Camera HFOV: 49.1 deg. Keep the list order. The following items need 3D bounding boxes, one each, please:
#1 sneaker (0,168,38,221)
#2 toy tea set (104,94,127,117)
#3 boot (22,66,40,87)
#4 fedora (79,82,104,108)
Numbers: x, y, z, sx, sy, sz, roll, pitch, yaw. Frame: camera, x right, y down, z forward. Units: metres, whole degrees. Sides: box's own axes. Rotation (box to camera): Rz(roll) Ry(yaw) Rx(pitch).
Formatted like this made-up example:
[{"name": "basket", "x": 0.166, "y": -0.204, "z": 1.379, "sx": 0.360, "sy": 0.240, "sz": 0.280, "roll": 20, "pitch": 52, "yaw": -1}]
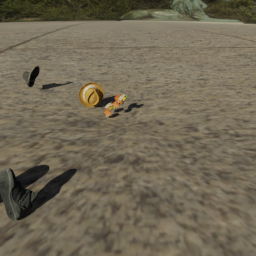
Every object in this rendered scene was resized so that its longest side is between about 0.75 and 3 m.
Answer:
[{"name": "sneaker", "x": -1.865, "y": 1.056, "z": 4.774, "sx": 0.346, "sy": 0.906, "sz": 0.519, "roll": -4, "pitch": 14, "yaw": 32}, {"name": "toy tea set", "x": -0.375, "y": -0.671, "z": 8.703, "sx": 0.915, "sy": 0.338, "sz": 0.544, "roll": -44, "pitch": 26, "yaw": -6}, {"name": "boot", "x": -3.755, "y": -2.106, "z": 10.692, "sx": 0.626, "sy": 0.905, "sz": 0.350, "roll": 46, "pitch": 25, "yaw": 26}, {"name": "fedora", "x": -1.179, "y": -1.040, "z": 9.219, "sx": 0.906, "sy": 0.906, "sz": 0.369, "roll": -8, "pitch": 31, "yaw": -17}]
